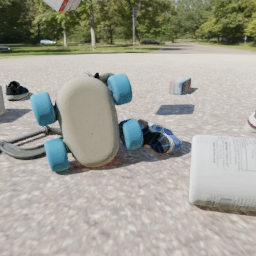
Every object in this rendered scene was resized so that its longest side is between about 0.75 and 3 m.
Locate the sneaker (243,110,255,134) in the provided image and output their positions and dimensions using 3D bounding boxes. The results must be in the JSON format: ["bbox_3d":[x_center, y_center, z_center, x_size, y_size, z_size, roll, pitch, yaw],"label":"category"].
[{"bbox_3d":[4.320,0.050,7.879,2.369,1.067,0.888,21,36,-21],"label":"sneaker"}]

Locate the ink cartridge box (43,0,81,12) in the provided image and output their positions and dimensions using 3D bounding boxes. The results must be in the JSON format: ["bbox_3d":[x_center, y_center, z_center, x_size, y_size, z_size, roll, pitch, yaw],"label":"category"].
[{"bbox_3d":[-1.814,-4.174,8.425,0.618,1.095,1.492,35,26,-7],"label":"ink cartridge box"}]

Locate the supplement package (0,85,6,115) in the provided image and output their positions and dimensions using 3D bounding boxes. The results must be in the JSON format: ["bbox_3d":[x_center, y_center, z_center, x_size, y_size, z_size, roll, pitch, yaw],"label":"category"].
[{"bbox_3d":[-5.517,-0.879,10.176,1.140,1.126,1.881,2,19,6],"label":"supplement package"}]

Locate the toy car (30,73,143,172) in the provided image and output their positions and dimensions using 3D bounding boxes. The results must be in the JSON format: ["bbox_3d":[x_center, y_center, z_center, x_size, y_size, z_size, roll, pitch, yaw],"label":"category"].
[{"bbox_3d":[-1.113,-0.221,7.204,2.193,2.104,2.379,-16,10,-14],"label":"toy car"}]

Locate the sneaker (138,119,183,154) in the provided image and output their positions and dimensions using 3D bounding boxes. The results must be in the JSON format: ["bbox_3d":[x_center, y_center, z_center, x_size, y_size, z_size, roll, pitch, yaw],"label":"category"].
[{"bbox_3d":[0.780,0.250,7.749,0.694,0.682,1.802,3,20,-31],"label":"sneaker"}]

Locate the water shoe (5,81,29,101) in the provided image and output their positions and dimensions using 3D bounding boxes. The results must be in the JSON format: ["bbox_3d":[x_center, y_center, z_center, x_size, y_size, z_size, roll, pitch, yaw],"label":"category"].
[{"bbox_3d":[-5.407,-1.940,13.794,0.760,0.839,2.125,-2,19,-5],"label":"water shoe"}]

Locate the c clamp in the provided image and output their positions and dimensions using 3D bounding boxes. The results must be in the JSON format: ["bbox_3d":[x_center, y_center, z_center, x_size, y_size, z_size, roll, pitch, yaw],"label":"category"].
[{"bbox_3d":[-2.759,0.307,7.896,2.049,0.325,2.399,15,24,38],"label":"c clamp"}]

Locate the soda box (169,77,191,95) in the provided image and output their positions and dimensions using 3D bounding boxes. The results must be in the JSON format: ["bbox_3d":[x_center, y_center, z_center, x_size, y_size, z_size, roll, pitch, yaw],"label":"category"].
[{"bbox_3d":[2.856,-2.306,15.193,0.699,0.650,2.044,9,21,25],"label":"soda box"}]

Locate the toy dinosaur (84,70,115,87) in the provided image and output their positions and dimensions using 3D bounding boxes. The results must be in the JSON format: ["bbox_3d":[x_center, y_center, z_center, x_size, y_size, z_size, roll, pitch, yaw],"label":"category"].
[{"bbox_3d":[-1.098,-2.431,14.728,2.336,1.194,0.899,-6,19,-13],"label":"toy dinosaur"}]

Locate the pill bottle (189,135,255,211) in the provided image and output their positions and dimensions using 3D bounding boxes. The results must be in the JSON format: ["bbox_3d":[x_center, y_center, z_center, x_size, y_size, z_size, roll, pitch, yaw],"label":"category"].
[{"bbox_3d":[2.229,0.808,4.897,2.219,1.269,1.269,4,19,12],"label":"pill bottle"}]
